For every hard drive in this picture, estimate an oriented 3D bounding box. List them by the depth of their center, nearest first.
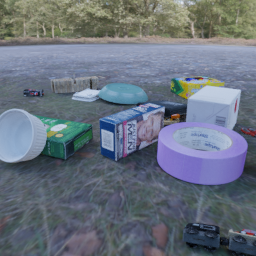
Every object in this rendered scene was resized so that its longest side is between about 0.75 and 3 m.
[{"bbox_3d":[1.624,-0.867,12.024,1.603,0.378,2.297,15,15,33],"label":"hard drive"}]

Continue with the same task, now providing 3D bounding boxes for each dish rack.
[{"bbox_3d":[-2.114,-1.808,15.056,1.327,0.337,1.546,10,22,25],"label":"dish rack"}]

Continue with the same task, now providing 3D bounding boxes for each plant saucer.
[{"bbox_3d":[-0.232,-1.894,14.728,2.648,0.476,2.648,4,23,-2],"label":"plant saucer"}]

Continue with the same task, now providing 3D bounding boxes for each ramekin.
[{"bbox_3d":[-3.131,0.256,8.208,1.530,1.530,0.803,9,-5,21],"label":"ramekin"}]

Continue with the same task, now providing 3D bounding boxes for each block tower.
[{"bbox_3d":[-3.070,-2.522,16.318,2.669,0.721,0.771,-8,22,-18],"label":"block tower"}]

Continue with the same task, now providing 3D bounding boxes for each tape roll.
[{"bbox_3d":[2.090,0.627,8.100,2.449,0.803,2.449,2,23,-1],"label":"tape roll"}]

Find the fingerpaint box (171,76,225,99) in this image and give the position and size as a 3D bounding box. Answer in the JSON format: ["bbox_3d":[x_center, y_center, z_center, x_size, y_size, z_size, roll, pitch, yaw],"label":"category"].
[{"bbox_3d":[3.830,-2.307,15.603,2.276,0.835,1.899,-7,22,-18],"label":"fingerpaint box"}]

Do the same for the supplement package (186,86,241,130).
[{"bbox_3d":[3.221,-0.606,10.447,1.423,1.441,2.377,11,24,27],"label":"supplement package"}]

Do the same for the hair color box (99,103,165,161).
[{"bbox_3d":[0.204,0.041,9.097,0.732,1.209,2.418,18,28,38],"label":"hair color box"}]

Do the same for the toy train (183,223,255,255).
[{"bbox_3d":[2.210,2.092,5.044,2.414,0.412,0.553,6,10,16],"label":"toy train"}]

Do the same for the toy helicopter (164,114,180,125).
[{"bbox_3d":[1.588,-0.290,11.159,0.888,0.530,1.343,-8,10,6],"label":"toy helicopter"}]

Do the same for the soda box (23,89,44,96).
[{"bbox_3d":[-5.169,-1.926,15.341,1.022,0.324,0.362,0,20,-1],"label":"soda box"}]

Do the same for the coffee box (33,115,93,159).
[{"bbox_3d":[-2.814,0.207,9.481,2.843,0.625,1.748,9,23,20],"label":"coffee box"}]

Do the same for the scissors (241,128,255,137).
[{"bbox_3d":[4.560,0.291,10.044,0.540,0.103,1.476,2,22,-3],"label":"scissors"}]
